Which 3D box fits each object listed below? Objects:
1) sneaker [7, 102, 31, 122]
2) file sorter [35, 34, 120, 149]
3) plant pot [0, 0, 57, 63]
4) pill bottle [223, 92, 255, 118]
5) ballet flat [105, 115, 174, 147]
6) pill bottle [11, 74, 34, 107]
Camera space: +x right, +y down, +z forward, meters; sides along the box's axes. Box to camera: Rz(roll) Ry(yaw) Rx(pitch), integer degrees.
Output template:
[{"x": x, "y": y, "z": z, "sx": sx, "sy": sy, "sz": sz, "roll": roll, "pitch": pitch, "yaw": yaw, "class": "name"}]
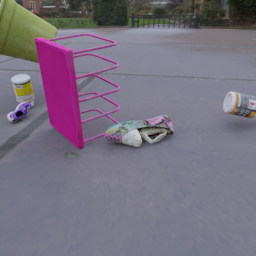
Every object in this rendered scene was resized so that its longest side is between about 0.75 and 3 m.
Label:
[{"x": -3.560, "y": -0.536, "z": 9.438, "sx": 0.437, "sy": 0.422, "sz": 1.047, "roll": -12, "pitch": 30, "yaw": 27, "class": "sneaker"}, {"x": -1.275, "y": -1.174, "z": 7.942, "sx": 1.664, "sy": 2.653, "sz": 1.843, "roll": -22, "pitch": 36, "yaw": -32, "class": "file sorter"}, {"x": -3.978, "y": -3.518, "z": 10.643, "sx": 2.165, "sy": 2.355, "sz": 2.355, "roll": 17, "pitch": 14, "yaw": -31, "class": "plant pot"}, {"x": 3.693, "y": -0.695, "z": 8.793, "sx": 1.211, "sy": 0.705, "sz": 0.705, "roll": 11, "pitch": 24, "yaw": -5, "class": "pill bottle"}, {"x": 0.409, "y": 0.141, "z": 7.851, "sx": 2.085, "sy": 0.721, "sz": 0.742, "roll": -12, "pitch": 54, "yaw": -23, "class": "ballet flat"}, {"x": -3.823, "y": -1.334, "z": 10.285, "sx": 0.650, "sy": 1.155, "sz": 0.650, "roll": 0, "pitch": 35, "yaw": 0, "class": "pill bottle"}]
